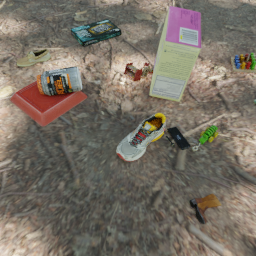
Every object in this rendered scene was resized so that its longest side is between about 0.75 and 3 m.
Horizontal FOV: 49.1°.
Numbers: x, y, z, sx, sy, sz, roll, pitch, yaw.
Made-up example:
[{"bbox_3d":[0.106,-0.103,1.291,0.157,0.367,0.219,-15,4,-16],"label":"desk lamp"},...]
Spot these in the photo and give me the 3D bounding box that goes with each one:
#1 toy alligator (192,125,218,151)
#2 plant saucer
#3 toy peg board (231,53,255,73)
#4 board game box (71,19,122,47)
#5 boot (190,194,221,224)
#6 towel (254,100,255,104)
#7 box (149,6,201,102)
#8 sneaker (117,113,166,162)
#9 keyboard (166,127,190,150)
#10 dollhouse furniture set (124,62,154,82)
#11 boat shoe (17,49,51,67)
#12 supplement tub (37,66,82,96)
[{"bbox_3d":[3.004,0.302,10.702,0.470,0.430,1.587,36,57,28],"label":"toy alligator"},{"bbox_3d":[-3.514,-1.447,12.309,2.488,0.458,2.493,33,55,27],"label":"plant saucer"},{"bbox_3d":[5.811,-3.321,13.964,1.104,0.542,1.109,6,47,5],"label":"toy peg board"},{"bbox_3d":[-1.835,-5.528,16.128,2.462,0.347,1.666,-24,52,-20],"label":"board game box"},{"bbox_3d":[2.519,2.537,8.824,0.911,0.312,0.858,-8,40,-17],"label":"boot"},{"bbox_3d":[6.875,-1.163,12.189,2.238,0.262,1.707,-30,54,-23],"label":"towel"},{"bbox_3d":[1.995,-3.104,11.969,1.403,2.902,2.553,12,51,-1],"label":"box"},{"bbox_3d":[0.498,0.245,10.287,0.954,1.007,2.452,38,59,17],"label":"sneaker"},{"bbox_3d":[1.836,0.417,10.819,0.729,0.118,1.147,-13,47,-20],"label":"keyboard"},{"bbox_3d":[0.608,-2.766,13.549,1.442,0.586,0.776,-18,47,-39],"label":"dollhouse furniture set"},{"bbox_3d":[-4.823,-3.620,14.213,1.729,0.574,0.640,-24,52,-20],"label":"boat shoe"},{"bbox_3d":[-2.867,-1.960,11.812,1.728,1.059,1.059,-11,48,-3],"label":"supplement tub"}]
